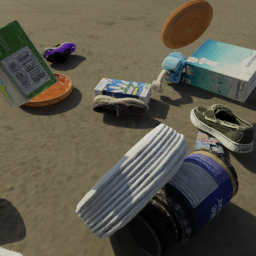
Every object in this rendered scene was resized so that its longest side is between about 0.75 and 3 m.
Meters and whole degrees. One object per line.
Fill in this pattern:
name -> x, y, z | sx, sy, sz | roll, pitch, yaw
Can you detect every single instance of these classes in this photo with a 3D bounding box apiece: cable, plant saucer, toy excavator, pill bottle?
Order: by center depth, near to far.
cable -> 0.127, 1.110, 6.253 | 2.906, 2.907, 1.006 | -43, 84, -14
pill bottle -> 1.255, 1.694, 6.549 | 2.664, 1.490, 1.490 | -29, 46, -32
plant saucer -> 2.100, -3.531, 9.818 | 1.982, 1.982, 0.320 | -17, 64, -22
plant saucer -> -3.656, -1.627, 11.900 | 2.574, 0.415, 2.574 | 0, 36, 0
toy excavator -> 1.776, -2.435, 12.210 | 1.017, 1.980, 2.036 | 22, 9, 26

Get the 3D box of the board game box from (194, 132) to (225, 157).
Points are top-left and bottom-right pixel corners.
board game box -> 2.586, 0.519, 9.119 | 0.961, 0.296, 0.960 | 3, 38, 3

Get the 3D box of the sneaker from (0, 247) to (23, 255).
sneaker -> -2.627, 2.838, 5.856 | 1.678, 0.641, 0.675 | 28, 36, 22

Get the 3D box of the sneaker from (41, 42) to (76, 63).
sneaker -> -3.388, -3.832, 14.681 | 1.038, 0.726, 2.087 | 37, 46, 22

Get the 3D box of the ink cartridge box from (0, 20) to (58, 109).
ink cartridge box -> -2.778, -1.310, 6.686 | 0.827, 1.448, 2.790 | -41, 19, -24

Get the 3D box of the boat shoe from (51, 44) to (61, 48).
boat shoe -> -4.061, -4.170, 15.190 | 0.553, 0.525, 1.462 | 14, 39, 18

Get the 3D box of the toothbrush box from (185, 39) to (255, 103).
toothbrush box -> 4.188, -2.564, 12.140 | 2.814, 1.200, 2.060 | 25, 57, 31

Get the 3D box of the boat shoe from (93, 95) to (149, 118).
boat shoe -> -0.303, -0.717, 10.469 | 2.102, 0.756, 0.681 | 10, 51, 6

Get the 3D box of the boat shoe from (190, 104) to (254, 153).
boat shoe -> 3.114, -0.278, 9.382 | 1.052, 0.947, 2.975 | -10, 27, -17

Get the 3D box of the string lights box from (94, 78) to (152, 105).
string lights box -> -0.186, -1.412, 11.412 | 2.122, 0.626, 1.090 | 9, 38, 12
